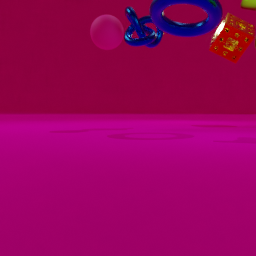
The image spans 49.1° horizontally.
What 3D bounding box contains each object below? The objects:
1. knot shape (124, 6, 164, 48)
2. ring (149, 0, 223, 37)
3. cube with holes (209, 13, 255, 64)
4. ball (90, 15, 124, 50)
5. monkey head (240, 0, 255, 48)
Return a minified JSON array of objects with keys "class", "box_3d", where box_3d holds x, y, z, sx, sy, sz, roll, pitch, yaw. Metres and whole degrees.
[{"class":"knot shape","box_3d":[0.446,-3.147,9.114,1.604,1.501,0.741,30,-40,-17]},{"class":"ring","box_3d":[1.378,-2.743,6.766,1.746,0.349,1.746,10,-10,2]},{"class":"cube with holes","box_3d":[4.216,-3.649,11.366,1.229,1.229,1.229,27,45,1]},{"class":"ball","box_3d":[-0.603,-2.751,8.081,0.963,0.963,0.963,0,3,0]},{"class":"monkey head","box_3d":[2.868,-2.355,5.631,1.090,1.516,0.913,30,16,23]}]
